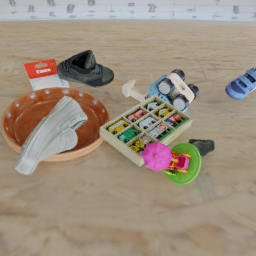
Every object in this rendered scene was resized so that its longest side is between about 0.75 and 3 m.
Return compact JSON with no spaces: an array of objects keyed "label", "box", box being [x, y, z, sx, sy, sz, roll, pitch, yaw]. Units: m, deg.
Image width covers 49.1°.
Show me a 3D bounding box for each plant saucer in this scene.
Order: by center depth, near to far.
[{"label":"plant saucer","box":[-1.857,-0.157,7.433,2.748,0.444,2.748,5,42,-4]}]

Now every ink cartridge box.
[{"label":"ink cartridge box","box":[-2.889,-1.740,10.170,1.272,1.566,0.447,-21,7,-36]}]

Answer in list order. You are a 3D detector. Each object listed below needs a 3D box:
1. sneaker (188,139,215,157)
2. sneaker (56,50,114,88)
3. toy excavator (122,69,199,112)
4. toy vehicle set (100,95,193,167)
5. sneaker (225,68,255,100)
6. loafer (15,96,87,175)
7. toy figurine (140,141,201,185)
[{"label":"sneaker","box":[1.601,0.468,6.641,0.576,0.385,1.006,-7,2,39]},{"label":"sneaker","box":[-1.201,-2.034,9.813,2.270,0.868,1.300,5,-15,-41]},{"label":"toy excavator","box":[0.934,-1.113,9.248,2.014,2.072,1.035,48,48,-2]},{"label":"toy vehicle set","box":[0.513,-0.033,7.157,1.348,0.288,2.169,35,48,26]},{"label":"sneaker","box":[4.003,-1.567,9.258,1.934,0.795,0.715,-28,68,-24]},{"label":"loafer","box":[-1.544,0.143,6.172,0.914,0.915,2.618,38,32,-11]},{"label":"toy figurine","box":[0.670,0.587,5.653,1.093,0.891,1.187,21,-10,-41]}]
